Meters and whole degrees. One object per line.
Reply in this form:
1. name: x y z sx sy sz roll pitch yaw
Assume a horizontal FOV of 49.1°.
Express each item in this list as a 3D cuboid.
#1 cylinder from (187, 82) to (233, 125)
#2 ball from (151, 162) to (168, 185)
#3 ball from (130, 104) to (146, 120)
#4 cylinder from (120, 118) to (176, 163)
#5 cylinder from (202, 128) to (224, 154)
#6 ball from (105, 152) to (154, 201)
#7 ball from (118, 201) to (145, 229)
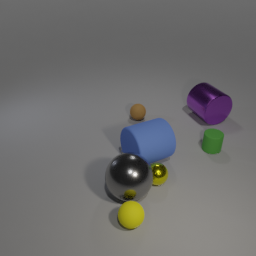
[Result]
1. cylinder: 3.476 -1.064 12.040 1.400 1.400 1.400 -12 34 -18
2. ball: 0.907 1.426 8.719 0.700 0.700 0.700 0 32 0
3. ball: 0.431 -0.706 12.133 0.700 0.700 0.700 0 32 0
4. cylinder: 0.660 0.485 9.488 1.400 1.400 1.400 -16 35 -25
5. cylinder: 3.094 0.486 10.230 0.700 0.700 0.700 0 32 0
6. ball: 0.035 1.400 8.087 1.400 1.400 1.400 0 32 0
7. ball: 0.084 2.277 7.364 0.700 0.700 0.700 0 32 0
